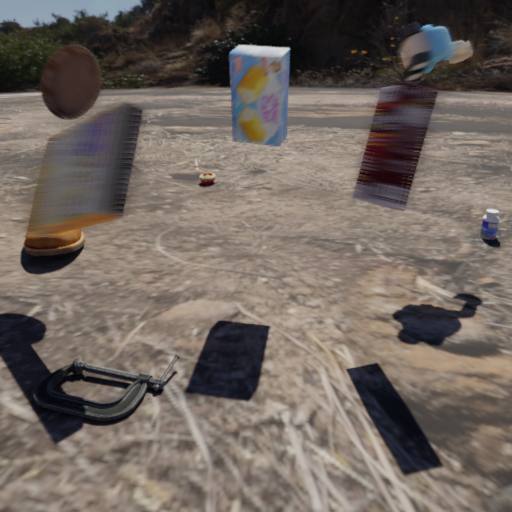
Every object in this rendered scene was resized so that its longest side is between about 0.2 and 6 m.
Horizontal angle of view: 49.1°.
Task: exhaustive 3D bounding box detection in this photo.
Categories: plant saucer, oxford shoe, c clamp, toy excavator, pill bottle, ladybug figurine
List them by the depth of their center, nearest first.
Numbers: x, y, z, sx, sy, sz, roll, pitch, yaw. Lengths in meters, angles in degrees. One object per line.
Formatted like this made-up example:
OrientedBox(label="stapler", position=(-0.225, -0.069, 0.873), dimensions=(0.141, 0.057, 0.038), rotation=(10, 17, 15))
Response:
OrientedBox(label="c clamp", position=(-1.963, 1.645, 7.254), dimensions=(1.594, 0.216, 1.362), rotation=(6, 27, 11))
OrientedBox(label="plant saucer", position=(-3.361, -3.165, 10.304), dimensions=(1.349, 1.349, 0.232), rotation=(9, 4, 23))
OrientedBox(label="toy excavator", position=(3.562, -3.994, 10.876), dimensions=(1.569, 0.784, 1.526), rotation=(-14, -4, 4))
OrientedBox(label="oxford shoe", position=(-4.462, -0.955, 12.402), dimensions=(1.267, 1.266, 3.552), rotation=(-4, 24, -13))
OrientedBox(label="pill bottle", position=(5.250, -0.709, 12.570), dimensions=(0.352, 0.628, 0.352), rotation=(0, 22, 0))
OrientedBox(label="ladybug figurine", position=(-1.500, -2.372, 17.280), dimensions=(0.500, 0.265, 0.736), rotation=(3, 22, 9))

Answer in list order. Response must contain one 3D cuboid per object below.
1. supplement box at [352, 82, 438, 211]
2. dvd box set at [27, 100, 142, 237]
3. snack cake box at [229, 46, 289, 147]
OrientedBox(label="supplement box", position=(1.954, -1.553, 8.031), dimensions=(0.513, 1.686, 0.917), rotation=(12, 9, -12))
OrientedBox(label="dvd box set", position=(-2.638, -1.230, 8.451), dimensions=(2.321, 1.698, 0.341), rotation=(-8, -21, 43))
OrientedBox(label="snack cake box", position=(0.068, -2.687, 9.449), dimensions=(0.884, 1.538, 0.517), rotation=(10, 36, 15))
